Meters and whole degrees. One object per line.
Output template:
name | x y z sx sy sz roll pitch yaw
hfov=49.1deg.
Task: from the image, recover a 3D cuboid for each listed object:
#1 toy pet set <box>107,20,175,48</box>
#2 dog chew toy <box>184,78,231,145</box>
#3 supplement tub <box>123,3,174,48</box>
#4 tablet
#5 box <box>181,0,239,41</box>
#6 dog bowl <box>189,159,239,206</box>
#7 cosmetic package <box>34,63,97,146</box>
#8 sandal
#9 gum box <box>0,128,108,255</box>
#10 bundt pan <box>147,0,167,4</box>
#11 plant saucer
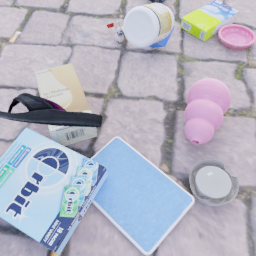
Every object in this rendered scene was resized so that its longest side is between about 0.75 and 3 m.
toy pet set | 0.841 -4.077 11.696 2.610 1.386 2.437 -26 23 -22
dog chew toy | 2.371 -0.476 8.698 1.367 1.367 2.196 18 62 13
supplement tub | 0.626 -2.883 7.788 1.041 1.041 1.442 26 36 18
tablet | 0.069 1.669 7.653 2.994 0.204 1.948 38 67 24
box | 3.598 -4.780 12.334 2.285 0.545 1.394 -35 60 -23
dog bowl | 2.325 1.532 7.718 1.334 0.391 1.334 0 53 0
cosmetic package | -2.060 -0.803 9.110 1.407 0.951 2.675 -18 55 -13
sandal | -1.930 -0.432 6.592 2.884 1.084 0.690 4 86 17
gum box | -2.310 1.523 7.448 2.762 0.615 2.347 23 62 18
bundt pan | 1.492 -6.570 13.298 1.416 1.416 0.532 23 21 16
plant saucer | 4.501 -3.745 11.672 1.498 0.380 1.498 0 52 0
